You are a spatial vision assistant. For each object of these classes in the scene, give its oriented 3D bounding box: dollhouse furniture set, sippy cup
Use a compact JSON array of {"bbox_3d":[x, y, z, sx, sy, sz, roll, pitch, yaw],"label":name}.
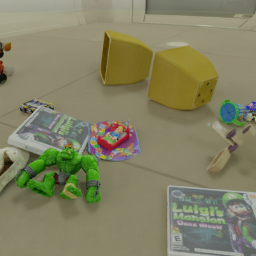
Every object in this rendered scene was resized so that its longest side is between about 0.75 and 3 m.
[{"bbox_3d":[2.817,0.382,8.541,1.153,1.287,1.624,45,52,6],"label":"dollhouse furniture set"},{"bbox_3d":[4.269,-0.626,11.200,0.830,1.133,0.890,-4,-1,-30],"label":"sippy cup"}]

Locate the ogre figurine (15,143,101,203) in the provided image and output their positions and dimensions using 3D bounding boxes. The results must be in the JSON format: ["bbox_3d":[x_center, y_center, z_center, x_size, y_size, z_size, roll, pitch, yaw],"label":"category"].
[{"bbox_3d":[-1.757,1.208,7.652,2.299,1.128,1.378,-5,44,22],"label":"ogre figurine"}]

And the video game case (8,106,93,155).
[{"bbox_3d":[-2.465,0.172,9.580,2.208,0.284,2.428,20,30,-2],"label":"video game case"}]

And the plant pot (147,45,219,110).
[{"bbox_3d":[2.585,-2.069,12.438,2.257,2.272,2.324,-21,44,-33],"label":"plant pot"}]

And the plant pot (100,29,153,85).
[{"bbox_3d":[-0.060,-3.822,15.413,2.535,2.478,2.462,2,28,-13],"label":"plant pot"}]

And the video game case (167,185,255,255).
[{"bbox_3d":[2.117,2.213,6.559,2.377,0.278,2.161,3,29,6],"label":"video game case"}]

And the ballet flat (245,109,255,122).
[{"bbox_3d":[5.067,-0.427,11.200,1.284,0.462,0.462,20,34,33],"label":"ballet flat"}]

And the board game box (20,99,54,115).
[{"bbox_3d":[-3.942,-0.890,12.122,1.113,0.316,0.920,16,29,27],"label":"board game box"}]

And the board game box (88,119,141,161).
[{"bbox_3d":[-0.491,0.217,9.666,1.741,0.429,2.203,0,36,-8],"label":"board game box"}]

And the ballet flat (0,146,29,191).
[{"bbox_3d":[-3.621,1.114,7.901,0.977,0.903,2.898,3,29,4],"label":"ballet flat"}]

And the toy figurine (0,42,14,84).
[{"bbox_3d":[-7.186,-3.657,15.312,1.497,2.118,2.152,8,26,-6],"label":"toy figurine"}]

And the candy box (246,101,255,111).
[{"bbox_3d":[5.500,-0.692,11.688,1.035,0.399,0.875,26,40,36],"label":"candy box"}]
